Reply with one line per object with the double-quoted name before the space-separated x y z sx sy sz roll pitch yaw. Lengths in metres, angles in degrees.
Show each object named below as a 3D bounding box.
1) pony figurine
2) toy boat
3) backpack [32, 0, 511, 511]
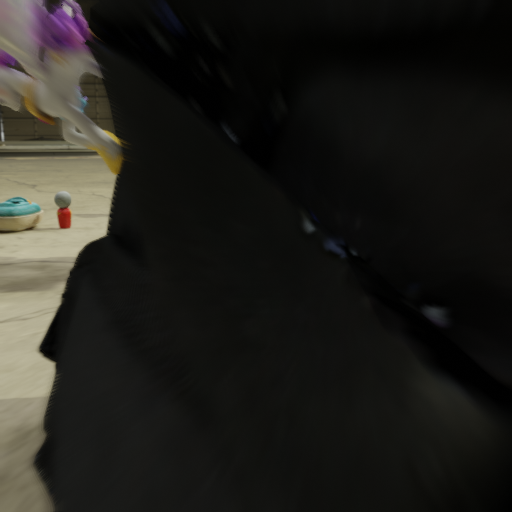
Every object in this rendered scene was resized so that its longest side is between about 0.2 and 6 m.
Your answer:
"pony figurine" -2.719 -2.713 7.778 2.642 2.550 2.200 24 19 2
"toy boat" -4.250 -0.867 10.629 1.515 0.704 1.273 -1 12 -1
"backpack" 0.557 -0.282 2.260 2.928 3.801 3.620 11 14 -11
